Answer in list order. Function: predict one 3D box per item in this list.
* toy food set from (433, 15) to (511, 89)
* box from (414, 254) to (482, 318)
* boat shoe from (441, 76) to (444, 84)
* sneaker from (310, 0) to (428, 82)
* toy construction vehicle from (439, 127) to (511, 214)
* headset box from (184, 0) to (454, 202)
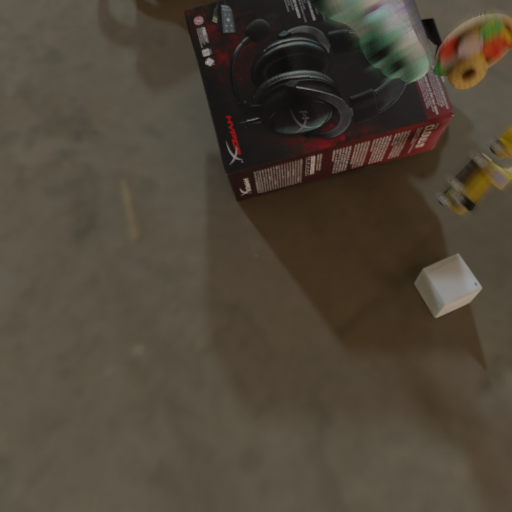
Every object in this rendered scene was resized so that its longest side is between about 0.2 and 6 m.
[{"bbox_3d":[3.036,-2.854,7.785,1.135,1.147,0.279,13,56,-41],"label":"toy food set"},{"bbox_3d":[2.893,0.457,8.505,0.663,0.571,0.666,-22,66,-10],"label":"box"},{"bbox_3d":[2.468,-3.186,10.081,1.886,0.667,0.856,23,62,-2],"label":"boat shoe"},{"bbox_3d":[1.697,-3.138,6.897,1.323,0.735,1.892,-41,86,-16],"label":"sneaker"},{"bbox_3d":[3.099,-1.102,7.323,0.555,1.372,1.576,46,113,11],"label":"toy construction vehicle"},{"bbox_3d":[1.113,-2.854,9.064,3.872,1.495,2.881,-14,79,2],"label":"headset box"}]
